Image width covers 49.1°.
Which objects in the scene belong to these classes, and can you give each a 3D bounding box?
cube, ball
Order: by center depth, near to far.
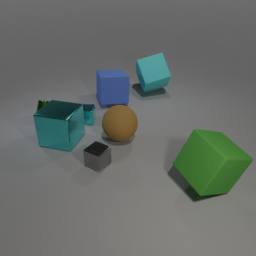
[{"bbox_3d":[2.519,1.021,8.448,1.400,1.400,1.400,6,31,-38],"label":"cube"},{"bbox_3d":[-1.061,0.993,9.803,0.700,0.700,0.700,19,36,28],"label":"cube"},{"bbox_3d":[-0.313,-0.192,10.874,1.400,1.400,1.400,0,31,0],"label":"ball"},{"bbox_3d":[-2.630,-0.127,10.961,1.400,1.400,1.400,8,31,14],"label":"cube"},{"bbox_3d":[-1.860,-0.601,12.468,0.700,0.700,0.700,2,31,3],"label":"cube"},{"bbox_3d":[-0.780,-2.052,13.955,1.400,1.400,1.400,-5,25,-14],"label":"cube"},{"bbox_3d":[1.301,-2.884,14.823,1.400,1.400,1.400,-18,-11,-5],"label":"cube"}]

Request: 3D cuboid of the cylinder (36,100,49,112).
[{"bbox_3d":[-3.743,-0.836,12.611,0.700,0.700,0.700,8,-6,1],"label":"cylinder"}]
